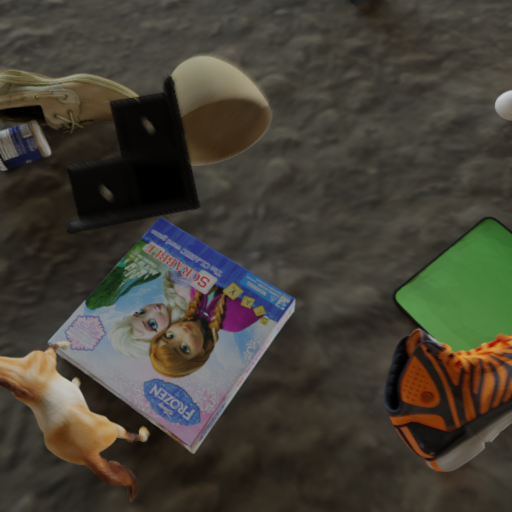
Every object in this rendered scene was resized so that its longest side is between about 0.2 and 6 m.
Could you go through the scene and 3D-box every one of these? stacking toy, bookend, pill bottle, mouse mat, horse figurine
[{"bbox_3d":[5.279,-2.506,9.700,2.134,1.559,1.559,12,61,28],"label":"stacking toy"},{"bbox_3d":[-1.577,-1.171,6.666,1.533,0.711,1.543,-11,96,-8],"label":"bookend"},{"bbox_3d":[-4.166,-1.827,9.510,1.148,0.637,0.637,-21,64,-10],"label":"pill bottle"},{"bbox_3d":[3.516,0.605,8.523,2.391,0.090,1.924,-36,67,-16],"label":"mouse mat"},{"bbox_3d":[-2.209,1.806,6.598,0.627,1.666,2.513,-45,76,3],"label":"horse figurine"}]

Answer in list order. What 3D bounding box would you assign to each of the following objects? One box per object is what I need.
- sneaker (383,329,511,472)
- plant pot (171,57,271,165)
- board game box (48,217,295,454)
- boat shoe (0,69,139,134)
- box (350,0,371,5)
[{"bbox_3d":[2.787,1.333,7.102,2.714,1.053,1.521,-41,88,-3],"label":"sneaker"},{"bbox_3d":[-0.732,-2.257,8.272,1.645,1.645,1.104,-18,72,-9],"label":"plant pot"},{"bbox_3d":[-1.155,1.010,8.040,2.514,0.517,2.508,30,66,15],"label":"board game box"},{"bbox_3d":[-3.310,-2.557,9.754,2.797,1.009,0.909,10,71,7],"label":"boat shoe"},{"bbox_3d":[2.243,-5.752,11.710,0.778,0.479,0.771,-18,63,-9],"label":"box"}]
